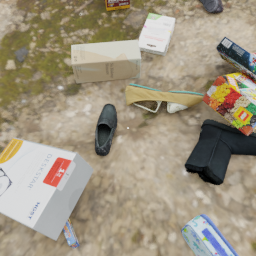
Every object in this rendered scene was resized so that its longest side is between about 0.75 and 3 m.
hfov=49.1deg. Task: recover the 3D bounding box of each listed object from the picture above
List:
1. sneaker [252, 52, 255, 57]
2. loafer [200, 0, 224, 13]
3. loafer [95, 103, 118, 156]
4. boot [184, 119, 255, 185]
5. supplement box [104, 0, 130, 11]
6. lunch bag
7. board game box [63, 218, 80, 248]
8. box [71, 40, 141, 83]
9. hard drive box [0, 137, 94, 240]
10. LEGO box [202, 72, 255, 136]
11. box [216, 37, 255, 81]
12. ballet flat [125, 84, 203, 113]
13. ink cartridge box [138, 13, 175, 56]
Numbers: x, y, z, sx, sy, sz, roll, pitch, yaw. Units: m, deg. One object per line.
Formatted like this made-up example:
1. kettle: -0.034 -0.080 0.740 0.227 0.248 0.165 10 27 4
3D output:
1. sneaker: 5.173 -2.857 10.993 1.643 0.713 0.606 -14 61 0
2. loafer: 3.741 -6.182 12.982 0.727 0.830 2.308 3 60 -32
3. loafer: -0.732 -0.038 9.458 0.672 0.695 1.980 6 61 3
4. boot: 3.142 0.943 8.794 2.362 0.902 1.985 21 63 12
5. supplement box: -0.597 -6.527 12.570 1.102 1.637 1.659 -10 61 -6
6. lunch bag: 2.184 3.132 7.298 0.694 1.353 1.684 -31 64 -15
7. board game box: -1.709 2.749 7.850 0.197 0.774 1.143 -24 63 -13
8. box: -0.801 -2.495 10.579 2.503 1.188 0.973 -6 61 -2
9. hard drive box: -2.648 1.550 7.824 2.697 1.036 2.102 8 58 32
10. LEGO box: 3.809 -0.902 9.169 1.790 0.927 2.403 44 36 21
11. box: 4.450 -2.116 9.994 2.644 1.806 0.498 43 107 19
12. ballet flat: 1.270 -0.951 10.016 2.815 0.966 0.887 9 89 8
13. ink cartridge box: 1.147 -3.721 11.539 1.176 0.676 2.008 15 62 8
